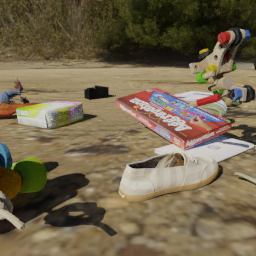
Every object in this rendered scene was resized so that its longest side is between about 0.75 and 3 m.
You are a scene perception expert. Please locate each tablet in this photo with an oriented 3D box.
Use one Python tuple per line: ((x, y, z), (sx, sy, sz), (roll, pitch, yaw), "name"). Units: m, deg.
((1.643, 0.419, 5.932), (1.916, 0.131, 1.247), (-12, 18, -38), "tablet")

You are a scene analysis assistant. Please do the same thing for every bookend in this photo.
((-1.701, -1.716, 13.416), (1.131, 0.524, 1.138), (-12, 18, -39), "bookend")

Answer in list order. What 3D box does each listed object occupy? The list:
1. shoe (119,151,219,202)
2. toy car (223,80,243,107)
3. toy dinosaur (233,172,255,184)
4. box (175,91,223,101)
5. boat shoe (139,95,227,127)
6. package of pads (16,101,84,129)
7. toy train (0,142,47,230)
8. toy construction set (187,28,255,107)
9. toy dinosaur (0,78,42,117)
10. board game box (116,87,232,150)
((0.712, 0.637, 4.268), (1.849, 0.494, 0.646), (-9, 17, -32), "shoe")
((3.932, -1.256, 10.980), (1.056, 1.014, 1.285), (13, 28, 9), "toy car")
((2.730, 0.709, 4.080), (2.084, 0.494, 0.918), (-3, 0, -12), "toy dinosaur")
((2.150, -0.769, 9.405), (1.301, 0.671, 2.231), (11, 19, 38), "box")
((1.474, -0.326, 7.741), (2.512, 0.904, 0.779), (-3, 37, 6), "boat shoe")
((-2.236, -0.422, 8.314), (1.250, 0.552, 1.618), (7, 17, 31), "package of pads")
((-1.561, 0.671, 3.366), (2.577, 1.091, 1.491), (8, 3, 29), "toy train")
((1.489, -0.840, 4.791), (1.493, 1.245, 1.147), (-39, 11, -26), "toy construction set")
((-4.116, -0.700, 8.579), (2.424, 1.273, 2.200), (19, 41, 22), "toy dinosaur")
((0.953, -0.364, 6.765), (1.383, 0.261, 2.687), (-20, 33, -26), "board game box")
